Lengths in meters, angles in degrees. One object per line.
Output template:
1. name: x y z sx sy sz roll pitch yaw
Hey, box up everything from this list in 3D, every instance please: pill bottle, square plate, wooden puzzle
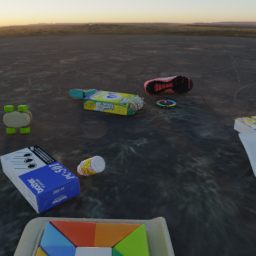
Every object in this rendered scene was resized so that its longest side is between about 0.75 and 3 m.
1. pill bottle: -1.026 1.054 7.599 0.834 0.435 0.435 -24 2 44
2. square plate: 4.299 0.814 8.190 1.719 0.247 1.735 0 43 1
3. wooden puzzle: -0.628 2.398 4.675 2.933 0.546 2.713 -1 23 -2

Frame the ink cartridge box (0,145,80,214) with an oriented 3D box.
1. ink cartridge box: -2.388 1.226 7.419 1.127 0.530 2.396 -20 30 -36

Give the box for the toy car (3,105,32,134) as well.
1. toy car: -4.111 -0.420 10.773 0.975 1.015 1.235 -1 13 -3

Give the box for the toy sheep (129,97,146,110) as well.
1. toy sheep: 0.409 -1.073 12.199 0.889 0.613 0.613 -34 39 -32

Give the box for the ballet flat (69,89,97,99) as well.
1. ballet flat: -2.287 -1.729 14.468 1.480 0.560 0.473 0 -7 -9

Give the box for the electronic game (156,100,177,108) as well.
1. electronic game: 1.825 -1.162 13.354 0.992 0.206 0.992 0 24 0

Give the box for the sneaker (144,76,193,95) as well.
1. sneaker: 2.190 -2.463 15.362 2.740 1.010 1.189 -4 23 -8

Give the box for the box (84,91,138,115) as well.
1. box: -0.623 -1.175 12.927 2.477 0.599 1.453 11 26 19

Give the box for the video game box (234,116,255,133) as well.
1. video game box: 5.325 0.127 10.008 1.991 0.511 2.185 -6 24 -17
